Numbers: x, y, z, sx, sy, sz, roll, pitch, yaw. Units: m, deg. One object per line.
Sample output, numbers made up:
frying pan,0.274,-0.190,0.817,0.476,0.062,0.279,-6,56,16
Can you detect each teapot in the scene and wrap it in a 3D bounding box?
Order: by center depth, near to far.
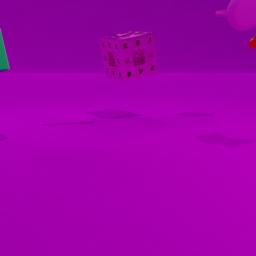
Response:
teapot,3.301,-3.299,7.799,1.655,1.029,0.810,-6,32,8

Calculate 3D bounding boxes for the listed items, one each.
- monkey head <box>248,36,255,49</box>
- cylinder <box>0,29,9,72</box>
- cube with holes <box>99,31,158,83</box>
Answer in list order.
monkey head,2.923,-1.927,4.858,1.175,1.633,0.984,28,10,-45
cylinder,-2.764,-1.451,5.305,0.815,0.815,0.815,-8,12,2
cube with holes,0.018,-2.249,8.659,1.230,1.230,1.230,-21,28,-26
